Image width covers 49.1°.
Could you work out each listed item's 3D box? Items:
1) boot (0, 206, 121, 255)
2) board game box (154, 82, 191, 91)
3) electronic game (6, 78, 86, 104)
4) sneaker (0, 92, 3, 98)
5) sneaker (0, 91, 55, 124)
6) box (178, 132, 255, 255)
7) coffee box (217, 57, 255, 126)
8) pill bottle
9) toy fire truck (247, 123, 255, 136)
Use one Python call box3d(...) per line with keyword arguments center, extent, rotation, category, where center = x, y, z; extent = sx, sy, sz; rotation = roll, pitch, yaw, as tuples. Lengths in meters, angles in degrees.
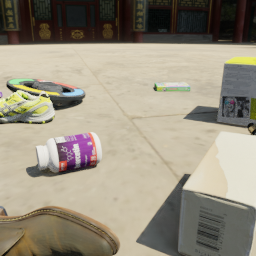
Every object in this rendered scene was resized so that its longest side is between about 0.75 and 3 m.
box3d(center=(-1.262, 1.523, 3.158), extent=(2.264, 0.846, 1.097), rotation=(-3, 28, 20), category="boot")
box3d(center=(2.067, -1.943, 13.199), extent=(1.533, 0.223, 1.032), rotation=(-1, 20, -2), category="board game box")
box3d(center=(-3.096, -1.496, 10.777), extent=(2.928, 0.609, 2.928), rotation=(10, 16, -3), category="electronic game")
box3d(center=(-5.518, -1.447, 11.826), extent=(0.385, 0.372, 0.923), rotation=(4, 23, -37), category="sneaker")
box3d(center=(-3.570, -0.698, 8.744), extent=(2.509, 0.958, 0.946), rotation=(-2, 21, -3), category="sneaker")
box3d(center=(1.555, 0.914, 4.245), extent=(0.873, 1.066, 2.245), rotation=(10, 21, 27), category="box")
box3d(center=(4.006, -1.172, 8.694), extent=(1.886, 1.865, 1.883), rotation=(11, 23, 27), category="coffee box")
box3d(center=(-1.223, 0.515, 5.812), extent=(1.255, 0.706, 0.706), rotation=(-9, 22, -23), category="pill bottle")
box3d(center=(3.375, 0.053, 6.777), extent=(0.696, 0.791, 0.509), rotation=(-40, 25, 19), category="toy fire truck")
